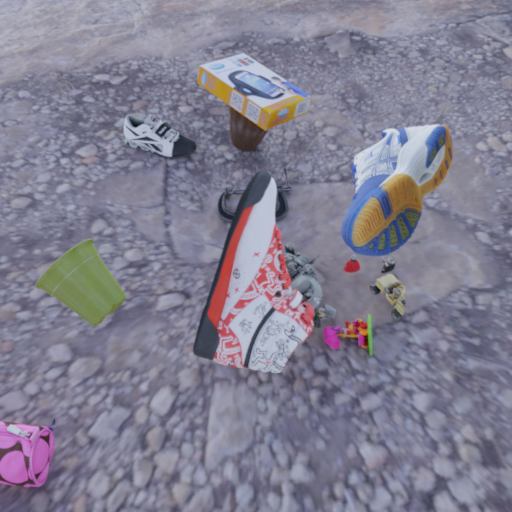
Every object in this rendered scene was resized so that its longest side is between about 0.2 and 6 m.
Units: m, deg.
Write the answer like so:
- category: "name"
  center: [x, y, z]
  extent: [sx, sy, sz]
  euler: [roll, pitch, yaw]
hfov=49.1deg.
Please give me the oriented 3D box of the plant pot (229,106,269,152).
- category: "plant pot"
  center: [-0.151, -3.207, 13.383]
  extent: [1.230, 1.316, 1.230]
  euler: [10, 42, -9]

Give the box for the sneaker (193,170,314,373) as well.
- category: "sneaker"
  center: [0.226, 0.340, 8.916]
  extent: [1.673, 3.121, 1.042]
  euler: [18, 5, -7]

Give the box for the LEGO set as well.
- category: "LEGO set"
  center: [0.984, 0.403, 10.064]
  extent: [3.473, 0.984, 2.255]
  euler: [-16, 52, -11]

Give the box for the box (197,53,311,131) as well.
- category: "box"
  center: [-0.154, -3.838, 12.703]
  extent: [2.494, 0.517, 1.485]
  euler: [40, 48, 20]

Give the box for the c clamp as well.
- category: "c clamp"
  center: [-0.022, -1.260, 12.323]
  extent: [1.799, 0.244, 1.537]
  euler: [-8, 51, -10]

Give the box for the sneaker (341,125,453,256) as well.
- category: "sneaker"
  center: [2.218, -1.182, 9.928]
  extent: [1.461, 1.248, 3.315]
  euler: [13, 45, 38]

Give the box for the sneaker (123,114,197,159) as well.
- category: "sneaker"
  center: [-2.365, -2.936, 13.520]
  extent: [1.920, 0.850, 0.711]
  euler: [14, 46, 11]

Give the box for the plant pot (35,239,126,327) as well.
- category: "plant pot"
  center: [-2.703, 0.509, 9.008]
  extent: [1.099, 1.157, 1.157]
  euler: [46, 55, -2]

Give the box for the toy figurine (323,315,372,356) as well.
- category: "toy figurine"
  center: [1.561, 1.309, 9.596]
  extent: [0.815, 0.665, 0.886]
  euler: [-2, 23, 11]

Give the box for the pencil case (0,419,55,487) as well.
- category: "pencil case"
  center: [-3.883, 2.688, 7.922]
  extent: [1.955, 0.916, 0.887]
  euler: [3, 45, 4]
